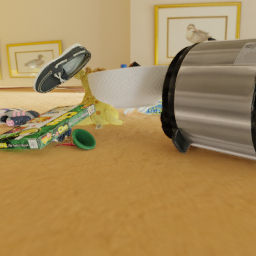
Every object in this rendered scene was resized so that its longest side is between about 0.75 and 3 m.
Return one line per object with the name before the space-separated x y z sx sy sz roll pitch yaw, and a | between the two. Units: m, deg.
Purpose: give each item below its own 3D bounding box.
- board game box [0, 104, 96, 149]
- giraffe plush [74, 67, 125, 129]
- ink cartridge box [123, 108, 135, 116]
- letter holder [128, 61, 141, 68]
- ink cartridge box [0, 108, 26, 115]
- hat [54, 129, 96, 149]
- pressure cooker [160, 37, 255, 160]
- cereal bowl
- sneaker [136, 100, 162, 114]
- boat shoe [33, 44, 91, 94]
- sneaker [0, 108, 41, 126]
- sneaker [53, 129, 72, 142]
board game box | -2.118 -0.110 7.570 1.448 0.324 2.764 0 21 21
giraffe plush | -1.216 -1.190 10.279 2.179 2.048 2.525 -4 12 -20
ink cartridge box | 0.359 -1.124 12.566 1.292 0.324 1.048 -41 5 11
letter holder | 0.060 -1.993 11.524 0.639 1.270 0.903 36 -4 -14
ink cartridge box | -5.242 -0.628 12.000 1.483 0.348 1.465 3 10 5
hat | -1.276 0.439 7.054 0.762 0.670 0.631 46 32 12
pressure cooker | 2.215 -0.748 6.422 2.601 2.642 2.958 -15 19 -43
cereal bowl | 0.160 -1.157 8.214 2.598 1.082 2.598 -4 8 1
sneaker | 1.377 -0.912 12.394 1.908 0.722 1.002 -2 11 -17
boat shoe | -2.138 -1.890 9.177 0.660 2.189 0.828 37 -9 32
sneaker | -3.737 -0.253 9.709 1.785 0.626 0.732 5 31 30
sneaker | -1.926 0.080 7.943 0.449 0.442 1.167 2 11 10
